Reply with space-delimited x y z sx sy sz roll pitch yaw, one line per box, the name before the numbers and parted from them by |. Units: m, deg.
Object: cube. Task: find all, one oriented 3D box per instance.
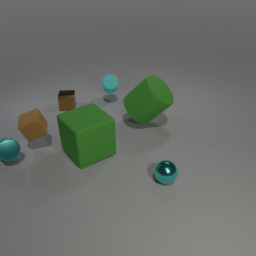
cube | -1.356 0.215 9.299 1.400 1.400 1.400 -22 39 -29
cube | -2.720 -1.242 12.536 0.700 0.700 0.700 -2 31 -4
cube | -3.190 -0.105 9.422 0.700 0.700 0.700 -21 43 2

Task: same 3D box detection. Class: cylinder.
cylinder | 0.787 -1.080 10.767 1.400 1.400 1.400 30 40 -29
cylinder | -3.920 0.673 9.036 0.700 0.700 0.700 -23 16 -33
cylinder | -0.807 -1.986 12.694 0.700 0.700 0.700 -4 -8 -6

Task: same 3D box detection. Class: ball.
ball | 1.121 1.296 8.249 0.700 0.700 0.700 0 31 0
